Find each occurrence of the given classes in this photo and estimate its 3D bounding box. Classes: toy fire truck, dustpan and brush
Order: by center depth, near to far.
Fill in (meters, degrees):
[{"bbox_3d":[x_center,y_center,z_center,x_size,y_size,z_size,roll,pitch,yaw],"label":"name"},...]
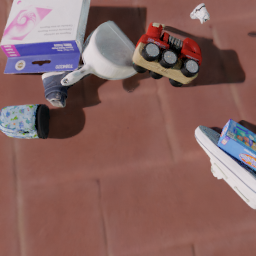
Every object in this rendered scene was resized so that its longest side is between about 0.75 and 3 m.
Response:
[{"bbox_3d":[-0.948,-2.149,8.976,2.054,0.842,2.943,49,47,1],"label":"dustpan and brush"},{"bbox_3d":[1.329,-2.720,9.235,2.044,1.494,2.322,19,72,-12],"label":"toy fire truck"}]

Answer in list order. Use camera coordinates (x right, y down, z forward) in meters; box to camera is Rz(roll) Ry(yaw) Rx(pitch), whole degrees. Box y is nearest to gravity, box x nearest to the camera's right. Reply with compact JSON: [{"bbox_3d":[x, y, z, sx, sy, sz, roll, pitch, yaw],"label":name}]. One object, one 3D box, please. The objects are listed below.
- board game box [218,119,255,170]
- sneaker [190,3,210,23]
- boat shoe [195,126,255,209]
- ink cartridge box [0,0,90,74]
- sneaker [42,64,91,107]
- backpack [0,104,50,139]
[{"bbox_3d":[3.625,0.618,8.151,1.909,0.430,1.452,34,31,11],"label":"board game box"},{"bbox_3d":[2.155,-3.341,8.383,0.312,0.830,0.477,-30,92,-4],"label":"sneaker"},{"bbox_3d":[2.834,1.116,8.127,1.036,0.941,2.817,-1,41,-43],"label":"boat shoe"},{"bbox_3d":[-2.802,-3.234,9.345,2.794,0.616,2.846,0,69,15],"label":"ink cartridge box"},{"bbox_3d":[-1.899,-1.331,9.032,1.699,0.646,1.227,-15,62,5],"label":"sneaker"},{"bbox_3d":[-3.255,-0.209,8.640,1.396,1.073,1.139,-4,73,13],"label":"backpack"}]
